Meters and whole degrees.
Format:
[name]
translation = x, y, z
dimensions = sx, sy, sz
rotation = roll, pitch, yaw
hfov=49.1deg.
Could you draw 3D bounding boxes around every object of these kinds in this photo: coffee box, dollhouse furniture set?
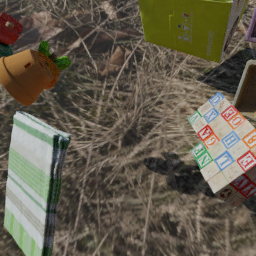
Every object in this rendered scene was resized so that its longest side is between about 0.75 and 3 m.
[coffee box]
translation = 1.913, -3.684, 7.597
dimensions = 2.473, 2.469, 2.445
rotation = 23, 75, 18
[dollhouse furniture set]
translation = 2.975, -0.823, 5.263
dimensions = 1.868, 2.357, 1.673
rotation = 17, 37, 14

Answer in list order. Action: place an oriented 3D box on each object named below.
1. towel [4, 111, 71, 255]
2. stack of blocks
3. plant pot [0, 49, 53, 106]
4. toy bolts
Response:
[towel]
translation = -1.095, 0.671, 3.243
dimensions = 0.238, 1.552, 1.158
rotation = 0, 15, -42
[stack of blocks]
translation = 1.899, 0.316, 5.479
dimensions = 1.211, 0.616, 2.104
rotation = -42, 30, 17
[plant pot]
translation = -1.684, -0.898, 4.672
dimensions = 0.613, 0.876, 0.876
rotation = -33, 60, 5
[toy bolts]
translation = -2.339, -1.309, 5.934
dimensions = 1.782, 1.236, 1.702
rotation = 35, 22, -23
